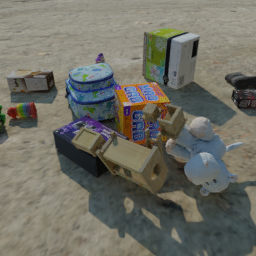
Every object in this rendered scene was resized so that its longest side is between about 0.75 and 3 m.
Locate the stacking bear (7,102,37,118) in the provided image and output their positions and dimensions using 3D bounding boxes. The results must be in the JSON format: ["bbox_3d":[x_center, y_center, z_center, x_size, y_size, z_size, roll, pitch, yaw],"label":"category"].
[{"bbox_3d":[-4.622,-0.730,12.118,1.147,0.652,0.696,-10,34,-6],"label":"stacking bear"}]

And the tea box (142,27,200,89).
[{"bbox_3d":[2.217,-3.791,14.951,2.473,2.514,1.680,29,43,36],"label":"tea box"}]

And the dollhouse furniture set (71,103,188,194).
[{"bbox_3d":[0.165,0.322,8.932,2.729,1.517,2.413,20,64,34],"label":"dollhouse furniture set"}]

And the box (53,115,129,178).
[{"bbox_3d":[-1.307,0.560,9.911,2.261,0.891,1.596,26,44,33],"label":"box"}]

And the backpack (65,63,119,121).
[{"bbox_3d":[-1.483,-1.576,12.186,2.389,1.919,2.611,-14,40,-14],"label":"backpack"}]

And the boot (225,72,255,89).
[{"bbox_3d":[6.373,-2.647,14.946,2.044,0.713,1.346,0,28,-8],"label":"boot"}]

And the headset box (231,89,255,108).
[{"bbox_3d":[5.707,-1.380,13.139,1.360,0.510,1.011,0,34,0],"label":"headset box"}]

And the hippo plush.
[{"bbox_3d":[2.271,1.113,8.743,2.437,1.941,1.959,32,43,-29],"label":"hippo plush"}]

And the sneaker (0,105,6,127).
[{"bbox_3d":[-6.099,-0.764,11.883,1.261,1.155,2.961,-17,46,-36],"label":"sneaker"}]

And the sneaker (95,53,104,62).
[{"bbox_3d":[-1.835,-4.526,17.972,0.392,0.431,0.974,12,37,16],"label":"sneaker"}]

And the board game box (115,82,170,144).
[{"bbox_3d":[0.477,-0.575,10.821,1.718,1.718,1.719,-7,34,-10],"label":"board game box"}]

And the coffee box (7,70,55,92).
[{"bbox_3d":[-4.976,-2.443,14.468,2.034,0.811,1.163,2,34,3],"label":"coffee box"}]
